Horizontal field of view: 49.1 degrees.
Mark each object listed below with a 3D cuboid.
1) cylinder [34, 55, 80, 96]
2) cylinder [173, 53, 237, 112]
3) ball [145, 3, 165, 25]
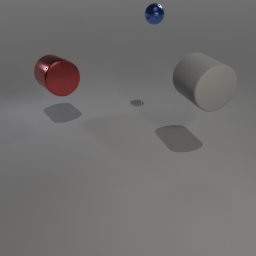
[{"bbox_3d":[-2.815,-2.091,11.057,1.400,1.400,1.400,-18,30,-29],"label":"cylinder"},{"bbox_3d":[2.269,-1.404,8.422,1.400,1.400,1.400,-9,32,-17],"label":"cylinder"},{"bbox_3d":[0.941,-4.031,9.906,0.700,0.700,0.700,0,29,0],"label":"ball"}]
